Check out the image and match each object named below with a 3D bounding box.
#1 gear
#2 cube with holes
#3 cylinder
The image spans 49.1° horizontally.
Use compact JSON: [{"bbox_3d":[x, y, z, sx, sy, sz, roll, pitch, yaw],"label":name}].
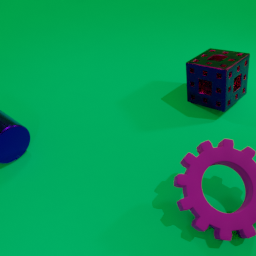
[{"bbox_3d":[1.874,1.166,5.462,1.887,0.349,1.887,1,70,-2],"label":"gear"},{"bbox_3d":[2.566,-1.423,8.069,1.246,1.246,1.246,-34,40,-32],"label":"cube with holes"},{"bbox_3d":[-3.037,0.184,6.660,1.001,1.001,1.001,29,50,28],"label":"cylinder"}]
